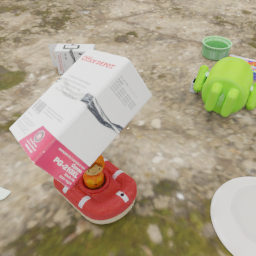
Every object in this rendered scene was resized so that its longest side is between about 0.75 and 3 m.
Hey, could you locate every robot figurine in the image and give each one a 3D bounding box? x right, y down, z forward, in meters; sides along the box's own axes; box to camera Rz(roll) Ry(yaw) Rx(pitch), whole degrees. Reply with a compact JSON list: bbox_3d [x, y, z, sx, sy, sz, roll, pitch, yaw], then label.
[{"bbox_3d":[3.674,-1.590,10.297,2.382,1.571,2.715,20,47,17],"label":"robot figurine"}]

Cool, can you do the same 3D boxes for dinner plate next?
[{"bbox_3d":[3.503,2.264,7.024,2.762,0.335,2.762,0,44,0],"label":"dinner plate"}]

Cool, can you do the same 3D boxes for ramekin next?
[{"bbox_3d":[4.190,-3.792,13.367,1.372,0.670,1.372,0,42,0],"label":"ramekin"}]

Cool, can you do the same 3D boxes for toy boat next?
[{"bbox_3d":[-0.864,1.240,7.191,2.380,1.556,1.553,32,51,30],"label":"toy boat"}]

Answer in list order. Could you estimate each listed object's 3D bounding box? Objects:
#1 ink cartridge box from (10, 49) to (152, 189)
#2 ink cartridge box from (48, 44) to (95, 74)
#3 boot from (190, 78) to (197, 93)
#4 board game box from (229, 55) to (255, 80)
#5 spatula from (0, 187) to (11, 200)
[{"bbox_3d":[-0.992,-0.325,5.753,2.477,1.044,1.793,-48,38,-9],"label":"ink cartridge box"},{"bbox_3d":[-2.417,-2.944,12.067,2.025,1.175,0.687,1,43,3],"label":"ink cartridge box"},{"bbox_3d":[2.893,-1.848,11.357,0.394,0.511,1.070,28,49,27],"label":"boot"},{"bbox_3d":[5.133,-2.706,12.416,1.570,0.352,1.056,21,46,21],"label":"board game box"},{"bbox_3d":[-4.482,1.930,7.480,2.159,0.173,1.501,15,45,15],"label":"spatula"}]
